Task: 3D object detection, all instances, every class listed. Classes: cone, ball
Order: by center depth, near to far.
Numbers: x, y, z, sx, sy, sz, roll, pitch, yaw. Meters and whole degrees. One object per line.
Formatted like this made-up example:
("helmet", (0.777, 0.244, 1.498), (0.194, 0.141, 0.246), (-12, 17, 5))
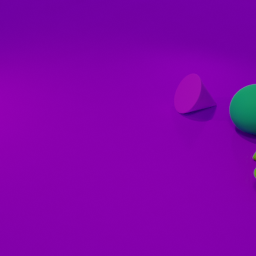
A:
("ball", (3.537, -0.509, 7.723), (1.385, 1.385, 1.385), (0, 36, 0))
("cone", (2.377, -0.915, 8.957), (1.285, 1.281, 1.281), (16, 30, -25))

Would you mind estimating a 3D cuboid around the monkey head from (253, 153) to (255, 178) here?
("monkey head", (3.446, 0.573, 6.408), (1.869, 1.126, 1.345), (-47, 35, -10))
